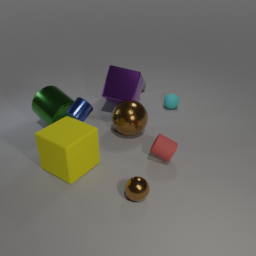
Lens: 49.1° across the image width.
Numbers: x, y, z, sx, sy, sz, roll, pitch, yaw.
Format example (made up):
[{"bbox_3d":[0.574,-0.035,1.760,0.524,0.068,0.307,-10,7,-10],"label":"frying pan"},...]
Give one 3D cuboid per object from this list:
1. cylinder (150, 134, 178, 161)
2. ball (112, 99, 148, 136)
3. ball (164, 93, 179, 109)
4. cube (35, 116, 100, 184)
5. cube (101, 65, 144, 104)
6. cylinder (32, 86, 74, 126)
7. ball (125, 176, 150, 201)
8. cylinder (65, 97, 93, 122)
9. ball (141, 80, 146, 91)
[{"bbox_3d":[1.190,0.646,9.322,0.700,0.700,0.700,29,35,1],"label":"cylinder"},{"bbox_3d":[0.070,-0.399,10.812,1.400,1.400,1.400,0,31,0],"label":"ball"},{"bbox_3d":[1.993,-1.232,12.829,0.700,0.700,0.700,0,31,0],"label":"ball"},{"bbox_3d":[-1.906,0.662,9.045,1.400,1.400,1.400,20,37,30],"label":"cube"},{"bbox_3d":[-0.192,-1.791,12.432,1.400,1.400,1.400,15,-2,10],"label":"cube"},{"bbox_3d":[-2.828,-0.748,11.093,1.400,1.400,1.400,38,46,26],"label":"cylinder"},{"bbox_3d":[0.265,1.729,7.985,0.700,0.700,0.700,0,31,0],"label":"ball"},{"bbox_3d":[-1.690,-0.593,9.753,0.700,0.700,0.700,23,69,33],"label":"cylinder"},{"bbox_3d":[0.587,-2.221,14.466,0.700,0.700,0.700,0,31,0],"label":"ball"}]
